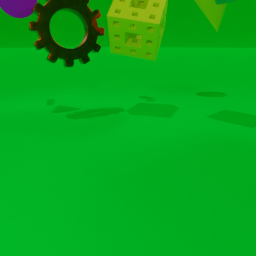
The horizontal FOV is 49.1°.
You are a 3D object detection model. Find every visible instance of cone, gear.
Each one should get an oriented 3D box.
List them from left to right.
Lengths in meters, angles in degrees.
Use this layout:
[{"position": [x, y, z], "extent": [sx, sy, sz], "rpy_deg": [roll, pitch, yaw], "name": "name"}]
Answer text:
[{"position": [-3.098, -3.497, 7.669], "extent": [1.024, 1.024, 1.028], "rpy_deg": [-9, 17, -26], "name": "cone"}, {"position": [-1.619, -2.648, 7.541], "extent": [1.944, 1.944, 0.359], "rpy_deg": [-8, 13, -23], "name": "gear"}, {"position": [3.083, -4.128, 9.935], "extent": [1.389, 1.394, 1.389], "rpy_deg": [-12, 18, 4], "name": "cone"}]

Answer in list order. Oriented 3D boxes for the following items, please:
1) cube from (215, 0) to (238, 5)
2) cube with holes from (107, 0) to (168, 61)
[{"position": [2.607, -3.569, 5.950], "extent": [1.264, 1.264, 1.264], "rpy_deg": [-39, 30, -28], "name": "cube"}, {"position": [0.298, -2.948, 7.845], "extent": [1.347, 1.347, 1.347], "rpy_deg": [12, 63, 8], "name": "cube with holes"}]
